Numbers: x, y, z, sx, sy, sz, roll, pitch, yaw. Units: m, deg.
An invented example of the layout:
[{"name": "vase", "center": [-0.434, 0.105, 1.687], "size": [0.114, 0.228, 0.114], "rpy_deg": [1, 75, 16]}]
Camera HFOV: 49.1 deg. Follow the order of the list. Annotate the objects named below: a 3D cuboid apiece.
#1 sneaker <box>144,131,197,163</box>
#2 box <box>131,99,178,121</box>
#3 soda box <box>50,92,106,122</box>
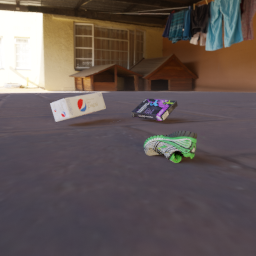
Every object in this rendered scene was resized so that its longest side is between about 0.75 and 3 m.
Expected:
[{"name": "sneaker", "center": [0.561, 0.299, 4.011], "size": [0.360, 0.393, 0.924], "rpy_deg": [18, -21, -35]}, {"name": "box", "center": [0.770, -0.567, 8.327], "size": [1.160, 0.209, 0.830], "rpy_deg": [8, 41, 41]}, {"name": "soda box", "center": [-1.363, -0.627, 7.973], "size": [0.571, 0.534, 1.677], "rpy_deg": [-14, 4, 32]}]
